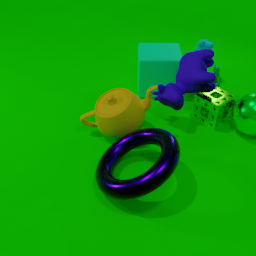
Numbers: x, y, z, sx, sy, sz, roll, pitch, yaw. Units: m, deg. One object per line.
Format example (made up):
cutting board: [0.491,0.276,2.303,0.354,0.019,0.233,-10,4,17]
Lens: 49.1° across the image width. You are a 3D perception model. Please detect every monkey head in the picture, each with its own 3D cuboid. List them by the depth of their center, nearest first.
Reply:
monkey head: [2.199,-1.291,7.936,0.873,1.042,1.448,3,55,19]

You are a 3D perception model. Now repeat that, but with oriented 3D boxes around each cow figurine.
cow figurine: [1.386,-1.217,6.987,1.525,0.851,1.550,-2,68,15]
cow figurine: [2.302,-2.267,8.988,0.631,1.150,1.132,18,16,2]

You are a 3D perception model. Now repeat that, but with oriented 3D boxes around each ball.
ball: [3.066,-0.338,6.773,1.074,1.074,1.074,0,39,0]

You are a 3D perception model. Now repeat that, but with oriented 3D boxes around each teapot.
teapot: [-0.185,-0.444,6.646,2.023,0.991,1.258,-19,46,12]

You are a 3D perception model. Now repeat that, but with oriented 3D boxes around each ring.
ring: [0.166,0.651,5.578,1.810,0.362,1.810,-22,31,14]

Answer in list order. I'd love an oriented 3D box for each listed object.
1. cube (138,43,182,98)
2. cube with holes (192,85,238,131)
cube: [0.913,-1.728,8.370,1.222,1.222,1.222,1,39,1]
cube with holes: [2.226,-0.540,7.274,0.744,0.744,0.744,-27,45,-28]
